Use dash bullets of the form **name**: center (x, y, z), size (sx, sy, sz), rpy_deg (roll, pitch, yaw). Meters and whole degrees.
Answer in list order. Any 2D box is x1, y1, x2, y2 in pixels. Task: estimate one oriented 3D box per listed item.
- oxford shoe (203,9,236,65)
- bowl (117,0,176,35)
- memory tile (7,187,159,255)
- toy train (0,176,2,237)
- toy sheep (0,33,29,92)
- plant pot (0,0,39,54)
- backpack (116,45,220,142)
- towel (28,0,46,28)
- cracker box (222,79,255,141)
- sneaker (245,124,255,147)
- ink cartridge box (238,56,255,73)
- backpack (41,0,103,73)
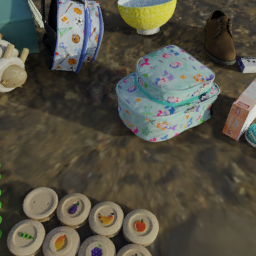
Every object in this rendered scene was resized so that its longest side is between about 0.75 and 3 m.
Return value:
- **oxford shoe**: center (3.213, -3.270, 9.871), size (1.000, 1.161, 2.751), rpy_deg (0, 50, -3)
- **bowl**: center (0.729, -4.256, 10.589), size (2.195, 1.181, 2.195), rpy_deg (-4, 36, 3)
- **memory tile**: center (-0.972, 2.402, 5.519), size (2.997, 0.252, 2.297), rpy_deg (10, 49, 9)
- **toy train**: center (-3.171, 1.541, 6.165), size (0.616, 0.456, 2.184), rpy_deg (-20, 51, -3)
- **toy sheep**: center (-4.019, -1.985, 8.450), size (2.430, 1.675, 1.675), rpy_deg (32, 56, 19)
- **plant pot**: center (-4.484, -3.491, 9.256), size (2.485, 1.757, 1.756), rpy_deg (-16, 71, -18)
- **backpack**: center (0.949, -0.887, 7.446), size (2.454, 1.848, 2.179), rpy_deg (-29, 54, -17)
- **towel**: center (-4.326, -4.960, 11.021), size (2.215, 1.652, 0.340), rpy_deg (33, 76, 26)
- **cracker box**: center (3.269, -0.602, 7.541), size (0.487, 1.131, 1.689), rpy_deg (33, 57, 25)
- **sneaker**: center (3.622, 0.418, 7.038), size (0.550, 0.565, 1.418), rpy_deg (-37, 59, -27)
- **ink cartridge box**: center (4.415, -2.158, 9.474), size (1.211, 0.268, 0.569), rpy_deg (-2, 50, -2)
- **backpack**: center (-1.862, -2.999, 8.987), size (1.970, 2.557, 2.435), rpy_deg (5, 51, -13)
